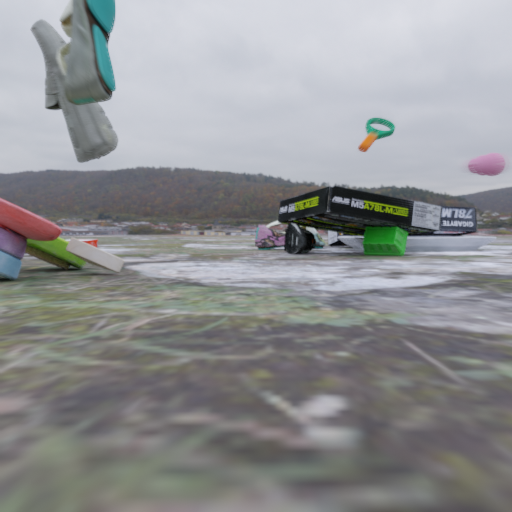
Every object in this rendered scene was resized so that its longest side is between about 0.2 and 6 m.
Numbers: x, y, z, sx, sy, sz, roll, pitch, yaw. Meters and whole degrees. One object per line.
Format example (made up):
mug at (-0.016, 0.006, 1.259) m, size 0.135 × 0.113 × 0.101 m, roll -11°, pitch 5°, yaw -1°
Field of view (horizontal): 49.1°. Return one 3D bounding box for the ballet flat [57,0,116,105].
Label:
ballet flat at (-2.642, -3.405, 8.551) m, size 0.822 × 2.579 × 0.869 m, roll -13°, pitch -26°, yaw 10°

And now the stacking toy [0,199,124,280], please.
stacking toy at (-3.004, 0.027, 6.706) m, size 2.180 × 1.017 × 2.408 m, roll 30°, pitch -14°, yaw -36°

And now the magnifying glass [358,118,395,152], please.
magnifying glass at (2.207, -2.266, 10.476) m, size 0.546 × 0.154 × 1.371 m, roll 23°, pitch 40°, yaw 16°

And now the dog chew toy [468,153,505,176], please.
dog chew toy at (4.109, -1.632, 10.056) m, size 0.669 × 0.416 × 0.416 m, roll -6°, pitch 4°, yaw -17°

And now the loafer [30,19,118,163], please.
loafer at (-3.654, -3.127, 10.718) m, size 0.963 × 2.759 × 0.965 m, roll -26°, pitch 3°, yaw -1°

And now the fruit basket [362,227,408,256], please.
fruit basket at (2.716, -0.278, 11.640) m, size 0.937 × 0.676 × 0.937 m, roll 14°, pitch -20°, yaw 5°

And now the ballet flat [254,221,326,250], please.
ballet flat at (0.992, -0.598, 15.315) m, size 2.377 × 0.846 × 0.822 m, roll -1°, pitch 7°, yaw -34°

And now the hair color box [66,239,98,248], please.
hair color box at (-3.465, -0.142, 10.908) m, size 0.589 × 0.355 × 1.160 m, roll -1°, pitch 4°, yaw -6°

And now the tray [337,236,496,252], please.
tray at (4.018, -0.313, 14.215) m, size 3.508 × 0.389 × 1.884 m, roll -1°, pitch 2°, yaw -12°

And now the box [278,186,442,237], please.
box at (2.165, -0.886, 12.194) m, size 2.659 × 0.632 × 2.568 m, roll 8°, pitch -2°, yaw -19°

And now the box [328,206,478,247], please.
box at (4.104, -0.831, 16.307) m, size 3.234 × 0.803 × 3.210 m, roll 0°, pitch -6°, yaw -13°

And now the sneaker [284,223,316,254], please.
sneaker at (1.037, -0.376, 12.746) m, size 0.736 × 0.686 × 1.855 m, roll 4°, pitch 2°, yaw 0°
